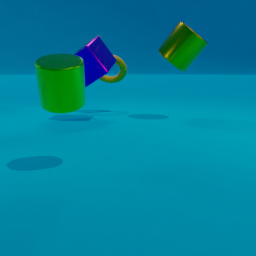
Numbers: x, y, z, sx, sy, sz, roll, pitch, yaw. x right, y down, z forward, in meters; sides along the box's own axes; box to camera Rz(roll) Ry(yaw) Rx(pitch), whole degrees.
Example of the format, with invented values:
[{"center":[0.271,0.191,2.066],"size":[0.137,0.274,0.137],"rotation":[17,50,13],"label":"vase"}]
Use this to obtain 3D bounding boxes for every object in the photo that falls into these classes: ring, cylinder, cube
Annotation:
[{"center":[-0.734,-2.365,11.269],"size":[1.394,1.394,0.279],"rotation":[1,51,7],"label":"ring"},{"center":[1.873,-2.781,9.597],"size":[1.228,1.228,1.228],"rotation":[33,23,-16],"label":"cylinder"},{"center":[-1.236,-2.272,9.582],"size":[1.081,1.081,1.081],"rotation":[-26,23,32],"label":"cube"},{"center":[-1.129,-0.767,4.763],"size":[0.785,0.785,0.785],"rotation":[2,33,-1],"label":"cylinder"}]
